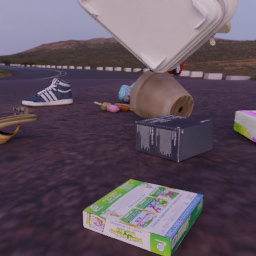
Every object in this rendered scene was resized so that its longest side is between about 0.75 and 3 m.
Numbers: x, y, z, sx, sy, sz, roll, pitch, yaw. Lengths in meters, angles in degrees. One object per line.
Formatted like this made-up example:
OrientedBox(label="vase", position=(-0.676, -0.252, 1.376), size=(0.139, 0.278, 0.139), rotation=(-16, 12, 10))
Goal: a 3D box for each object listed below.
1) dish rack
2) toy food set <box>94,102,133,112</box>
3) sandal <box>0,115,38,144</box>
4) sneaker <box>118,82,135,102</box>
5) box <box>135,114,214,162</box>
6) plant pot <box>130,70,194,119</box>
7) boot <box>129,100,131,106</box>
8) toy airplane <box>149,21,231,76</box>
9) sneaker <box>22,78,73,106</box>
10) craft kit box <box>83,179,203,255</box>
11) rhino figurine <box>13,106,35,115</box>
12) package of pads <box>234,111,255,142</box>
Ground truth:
OrientedBox(label="dish rack", position=(0.278, -2.163, 4.876), size=(2.188, 2.549, 0.555), rotation=(-37, 15, 53))
OrientedBox(label="toy food set", position=(-0.463, -0.867, 12.166), size=(1.900, 0.299, 1.208), rotation=(3, 10, -25))
OrientedBox(label="sandal", position=(-3.297, 0.148, 6.825), size=(2.231, 0.603, 0.896), rotation=(-23, 17, -26))
OrientedBox(label="sneaker", position=(0.528, -1.793, 15.417), size=(1.262, 1.048, 2.642), rotation=(24, 25, 22))
OrientedBox(label="box", position=(1.031, 0.167, 6.220), size=(1.332, 0.693, 1.213), rotation=(-11, 15, -42))
OrientedBox(label="plant pot", position=(1.264, -0.911, 9.364), size=(1.828, 1.828, 1.587), rotation=(-9, 31, -35))
OrientedBox(label="boot", position=(0.730, -1.223, 12.617), size=(1.270, 0.610, 1.737), rotation=(9, 5, -3))
OrientedBox(label="toy airplane", position=(1.073, -2.531, 6.822), size=(1.512, 2.143, 2.133), rotation=(-51, 7, -35))
OrientedBox(label="sneaker", position=(-3.953, -1.773, 13.774), size=(2.450, 1.329, 0.859), rotation=(-7, 14, -30))
OrientedBox(label="craft kit box", position=(0.223, 1.006, 3.416), size=(1.096, 0.269, 1.110), rotation=(10, 15, 30))
OrientedBox(label="rhino figurine", position=(-3.843, -0.586, 10.556), size=(0.548, 0.375, 1.253), rotation=(-11, 18, -41))
OrientedBox(label="package of pads", position=(3.822, -0.038, 7.237), size=(1.528, 0.675, 1.978), rotation=(0, 12, 2))
